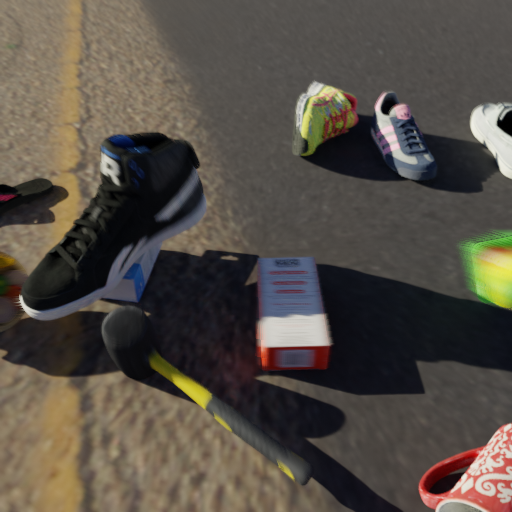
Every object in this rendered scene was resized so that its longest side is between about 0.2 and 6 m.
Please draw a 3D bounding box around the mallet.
[{"bbox_3d":[-0.650,1.784,6.861,3.093,1.018,0.636,34,62,18],"label":"mallet"}]

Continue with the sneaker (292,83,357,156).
[{"bbox_3d":[1.522,-2.950,11.946,1.234,1.068,2.732,14,42,12],"label":"sneaker"}]

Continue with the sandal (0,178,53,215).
[{"bbox_3d":[-4.708,-1.109,10.278,1.937,0.437,0.728,-31,50,-31],"label":"sandal"}]

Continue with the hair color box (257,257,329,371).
[{"bbox_3d":[0.485,0.782,8.022,0.893,0.539,1.760,-1,42,-1],"label":"hair color box"}]

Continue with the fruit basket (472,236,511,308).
[{"bbox_3d":[3.542,0.203,7.573,1.409,1.409,1.016,-3,79,-3],"label":"fruit basket"}]

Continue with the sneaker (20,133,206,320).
[{"bbox_3d":[-2.128,-0.647,7.756,1.150,1.761,3.147,31,58,31],"label":"sneaker"}]

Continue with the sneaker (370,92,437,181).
[{"bbox_3d":[2.971,-2.473,11.419,0.851,0.995,2.426,-10,42,-11],"label":"sneaker"}]

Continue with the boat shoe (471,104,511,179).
[{"bbox_3d":[5.265,-2.624,11.626,0.933,0.952,2.673,-1,41,-1],"label":"boat shoe"}]

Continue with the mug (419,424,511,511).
[{"bbox_3d":[2.507,2.394,5.931,1.200,0.902,1.352,32,47,29],"label":"mug"}]

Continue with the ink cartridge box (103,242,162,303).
[{"bbox_3d":[-2.104,-0.101,8.942,0.966,0.556,1.668,7,46,7],"label":"ink cartridge box"}]

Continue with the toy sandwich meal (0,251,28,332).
[{"bbox_3d":[-3.869,0.500,7.875,1.372,1.372,0.470,-26,6,-27],"label":"toy sandwich meal"}]
